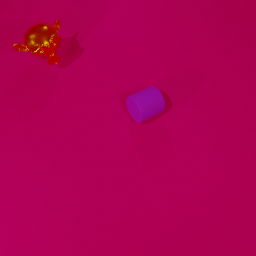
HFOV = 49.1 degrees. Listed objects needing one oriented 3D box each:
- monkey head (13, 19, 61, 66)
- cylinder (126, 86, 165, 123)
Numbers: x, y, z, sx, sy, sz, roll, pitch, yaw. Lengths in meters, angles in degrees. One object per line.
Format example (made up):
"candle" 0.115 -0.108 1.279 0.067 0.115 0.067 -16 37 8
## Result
"monkey head" -2.210 -2.210 7.382 1.419 1.021 0.855 -36 65 -12
"cylinder" 0.455 -0.611 7.254 0.741 0.741 0.741 -26 77 -19
